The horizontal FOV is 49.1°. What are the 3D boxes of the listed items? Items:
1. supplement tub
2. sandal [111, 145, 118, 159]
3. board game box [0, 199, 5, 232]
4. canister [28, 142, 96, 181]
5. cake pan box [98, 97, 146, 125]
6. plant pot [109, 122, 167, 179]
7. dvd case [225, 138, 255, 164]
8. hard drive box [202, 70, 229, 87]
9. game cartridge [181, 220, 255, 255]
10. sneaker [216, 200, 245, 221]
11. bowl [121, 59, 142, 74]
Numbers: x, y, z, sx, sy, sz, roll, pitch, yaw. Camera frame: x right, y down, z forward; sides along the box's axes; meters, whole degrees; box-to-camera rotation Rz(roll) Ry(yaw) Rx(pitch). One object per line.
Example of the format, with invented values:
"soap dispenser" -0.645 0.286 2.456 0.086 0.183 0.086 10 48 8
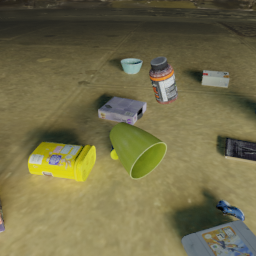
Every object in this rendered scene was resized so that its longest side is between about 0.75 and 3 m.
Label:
"supplement tub" 1.067 -1.453 8.533 0.733 1.370 0.733 -13 37 10
"sandal" -0.058 0.640 9.378 1.240 0.493 0.540 -10 27 -20
"board game box" -4.449 1.973 6.780 2.503 0.710 2.069 -13 34 -22
"canister" -1.980 0.971 8.521 1.699 0.735 1.262 5 30 12
"cake pan box" -0.181 -0.772 11.894 1.670 0.437 1.538 12 34 20
"plant pot" 0.148 0.510 8.167 1.352 1.352 1.445 -22 51 -34
"dvd case" 4.089 0.808 9.406 1.570 0.125 1.168 9 31 16
"hard drive box" 4.712 -2.668 15.127 1.358 0.522 1.059 7 30 12
"game cartridge" 2.123 2.624 6.051 1.630 0.339 1.086 -10 27 -16
"sneaker" 2.547 2.116 7.002 0.341 0.300 0.765 -32 35 -28
"bowl" 0.218 -3.652 16.710 1.283 0.671 1.283 0 30 0
